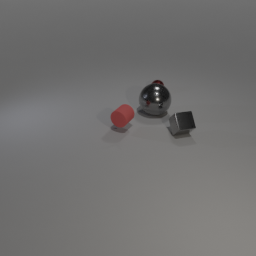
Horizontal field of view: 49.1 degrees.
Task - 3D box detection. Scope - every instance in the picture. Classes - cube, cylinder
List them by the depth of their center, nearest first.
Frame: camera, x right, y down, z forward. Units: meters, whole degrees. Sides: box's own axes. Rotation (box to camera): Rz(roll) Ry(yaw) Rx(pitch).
[{"bbox_3d":[2.039,-0.169,10.578,0.700,0.700,0.700,-7,74,-13],"label":"cube"},{"bbox_3d":[-0.207,-0.473,10.785,0.700,0.700,0.700,14,33,24],"label":"cylinder"}]

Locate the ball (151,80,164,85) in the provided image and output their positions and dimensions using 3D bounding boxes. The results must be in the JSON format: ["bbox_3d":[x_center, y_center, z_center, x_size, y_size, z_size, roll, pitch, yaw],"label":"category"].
[{"bbox_3d":[1.512,-2.123,14.380,0.700,0.700,0.700,0,29,0],"label":"ball"}]

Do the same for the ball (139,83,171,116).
[{"bbox_3d":[1.163,-1.218,12.050,1.400,1.400,1.400,0,29,0],"label":"ball"}]
